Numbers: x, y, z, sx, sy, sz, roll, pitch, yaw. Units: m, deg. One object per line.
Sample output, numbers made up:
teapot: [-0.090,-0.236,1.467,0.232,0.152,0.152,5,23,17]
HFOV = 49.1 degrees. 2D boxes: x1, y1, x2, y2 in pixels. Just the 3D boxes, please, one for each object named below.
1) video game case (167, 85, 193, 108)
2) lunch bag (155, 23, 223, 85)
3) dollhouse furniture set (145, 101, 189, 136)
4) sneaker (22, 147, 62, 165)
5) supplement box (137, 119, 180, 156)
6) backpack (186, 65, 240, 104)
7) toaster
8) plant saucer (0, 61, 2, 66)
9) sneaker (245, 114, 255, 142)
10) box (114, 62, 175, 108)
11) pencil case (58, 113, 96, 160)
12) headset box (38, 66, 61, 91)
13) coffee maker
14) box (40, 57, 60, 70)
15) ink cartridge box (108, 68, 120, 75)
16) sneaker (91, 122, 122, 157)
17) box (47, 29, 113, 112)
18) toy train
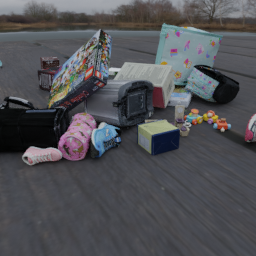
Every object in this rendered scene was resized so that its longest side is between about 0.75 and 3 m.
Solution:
video game case: [1.483,-1.588,12.223,2.609,0.316,2.866,8,24,17]
lunch bag: [2.392,-3.192,12.398,2.882,2.455,1.757,-4,26,-31]
dollhouse furniture set: [1.179,-0.320,8.568,1.237,0.878,0.980,-1,23,-3]
sneaker: [-2.129,0.727,6.848,0.960,0.361,0.502,5,28,15]
supplement box: [0.813,0.230,7.679,0.868,0.583,0.867,-12,26,-26]
backpack: [3.280,-1.761,11.281,1.604,1.217,1.923,9,24,-48]
toaster: [-0.318,-0.853,9.083,1.597,1.405,2.473,8,18,31]
plant saucer: [-9.092,-4.280,17.152,2.534,0.456,2.534,30,17,-10]
sneaker: [4.102,-0.021,7.996,2.009,0.810,0.750,-14,29,-30]
box: [0.625,-1.644,10.623,1.977,1.077,1.264,10,51,24]
pencil case: [-1.334,0.193,7.605,0.754,0.722,1.743,1,24,2]
headset box: [-2.644,-2.238,12.956,2.440,0.915,1.813,16,28,33]
coffee maker: [-2.622,0.156,7.359,1.914,1.289,1.839,1,52,4]
box: [-4.391,-3.466,15.794,0.939,0.930,1.132,-9,25,-20]
ink cartridge box: [-0.621,-3.235,16.073,1.168,0.280,0.850,9,25,19]
sneaker: [-0.552,0.283,7.536,0.728,0.635,1.619,7,25,9]
box: [-1.569,-1.600,8.776,0.503,2.669,1.823,27,52,-34]
toy train: [2.549,-0.293,9.118,1.463,0.407,1.099,5,24,9]
